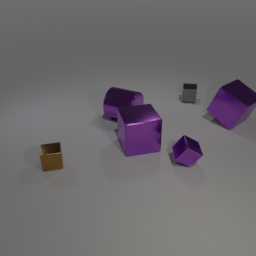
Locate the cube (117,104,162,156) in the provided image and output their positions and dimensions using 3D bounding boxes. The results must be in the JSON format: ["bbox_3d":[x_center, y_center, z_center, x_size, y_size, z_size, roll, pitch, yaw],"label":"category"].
[{"bbox_3d":[0.410,0.048,10.727,1.400,1.400,1.400,-8,32,-11],"label":"cube"}]

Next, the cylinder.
[{"bbox_3d":[-0.186,-1.043,12.579,1.400,1.400,1.400,15,34,22],"label":"cylinder"}]

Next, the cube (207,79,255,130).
[{"bbox_3d":[4.605,-1.037,12.201,1.400,1.400,1.400,-24,60,-35],"label":"cube"}]

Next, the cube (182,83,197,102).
[{"bbox_3d":[3.147,-1.807,14.312,0.700,0.700,0.700,5,36,12],"label":"cube"}]

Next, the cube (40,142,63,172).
[{"bbox_3d":[-2.680,1.007,9.831,0.700,0.700,0.700,-7,31,-12],"label":"cube"}]

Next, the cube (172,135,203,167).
[{"bbox_3d":[2.070,0.806,9.806,0.700,0.700,0.700,26,33,-22],"label":"cube"}]
